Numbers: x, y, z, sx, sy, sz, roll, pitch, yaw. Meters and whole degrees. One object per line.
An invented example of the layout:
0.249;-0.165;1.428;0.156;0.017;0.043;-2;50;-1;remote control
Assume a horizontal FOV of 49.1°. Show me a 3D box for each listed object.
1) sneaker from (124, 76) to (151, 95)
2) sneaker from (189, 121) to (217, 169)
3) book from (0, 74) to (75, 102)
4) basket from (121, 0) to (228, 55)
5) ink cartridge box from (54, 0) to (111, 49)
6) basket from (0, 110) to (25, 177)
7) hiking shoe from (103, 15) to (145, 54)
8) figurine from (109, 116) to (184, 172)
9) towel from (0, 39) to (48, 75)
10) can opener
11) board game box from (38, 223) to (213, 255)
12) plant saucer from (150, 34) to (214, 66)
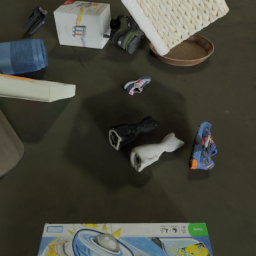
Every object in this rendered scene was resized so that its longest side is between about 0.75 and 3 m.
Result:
0.389;-1.336;8.988;1.016;0.356;0.417;-26;66;-23;sneaker
1.902;0.454;6.911;0.577;0.555;1.472;17;54;8;sneaker
-3.064;-1.253;8.212;2.558;0.615;1.709;9;12;11;book
1.064;-4.003;7.606;2.111;2.625;2.601;-27;36;29;basket
-1.734;-4.169;11.250;1.880;1.360;1.366;9;43;10;ink cartridge box
-3.549;-0.024;6.101;2.007;2.226;1.514;-18;46;-18;basket
0.071;-4.208;11.276;1.461;1.099;2.902;26;46;-1;hiking shoe
0.492;0.281;7.029;1.408;0.621;1.443;-24;49;-30;figurine
-4.351;-2.370;9.780;2.955;0.717;1.650;-10;44;-12;towel
-4.143;-4.803;12.608;0.665;0.824;2.097;30;39;-26;can opener
-0.043;2.574;4.534;2.956;0.509;2.001;-1;43;-1;board game box
2.018;-3.005;10.695;2.397;0.413;2.397;0;43;0;plant saucer
